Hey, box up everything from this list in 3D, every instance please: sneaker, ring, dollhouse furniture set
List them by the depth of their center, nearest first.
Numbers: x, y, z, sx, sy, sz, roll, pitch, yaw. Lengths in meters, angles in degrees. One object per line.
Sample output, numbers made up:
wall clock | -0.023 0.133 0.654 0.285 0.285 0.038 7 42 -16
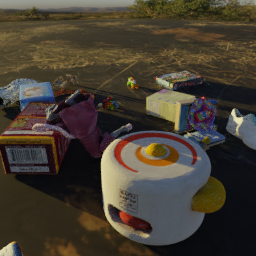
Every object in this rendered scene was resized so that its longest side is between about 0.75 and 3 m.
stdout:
sneaker | -1.989 2.834 4.679 0.838 0.716 1.901 -27 30 -20
sneaker | 4.319 0.025 9.683 0.840 0.988 2.232 -12 30 -25
dollhouse furniture set | 2.763 -0.185 9.854 1.754 1.212 1.858 -13 31 -24
sneaker | -5.366 -1.492 12.857 2.780 1.045 1.127 -21 44 -28
ring | -2.827 -1.481 13.493 2.382 0.229 2.382 0 27 0
dollhouse furniture set | -3.362 -2.255 15.055 1.061 0.607 1.244 15 54 29

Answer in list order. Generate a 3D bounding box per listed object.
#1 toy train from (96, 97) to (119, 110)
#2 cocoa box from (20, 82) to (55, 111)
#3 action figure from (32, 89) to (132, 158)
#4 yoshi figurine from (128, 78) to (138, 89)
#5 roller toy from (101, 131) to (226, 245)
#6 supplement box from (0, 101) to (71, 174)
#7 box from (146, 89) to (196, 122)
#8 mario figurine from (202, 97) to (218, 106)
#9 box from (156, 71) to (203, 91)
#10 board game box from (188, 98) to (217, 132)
toy train | -0.881 -0.969 12.362 0.563 0.412 0.973 28 36 20
cocoa box | -3.620 -0.950 11.286 1.281 1.260 1.920 -9 28 -17
action figure | -1.123 0.188 8.140 1.668 2.490 1.854 -6 38 44
yoshi figurine | 0.230 -2.390 15.218 0.478 0.480 0.854 -40 45 9
roller toy | 0.618 1.201 6.419 2.411 1.847 2.642 -6 28 -12
supplement box | -2.779 0.198 9.076 1.565 1.215 2.837 1 27 1
box | 1.810 -0.965 11.869 1.590 0.768 1.398 20 33 33
mario figurine | 3.643 -1.142 12.842 0.838 0.444 0.517 9 -10 -6
box | 2.861 -2.660 15.594 2.192 0.413 1.497 -16 31 -29
board game box | 2.668 -0.494 9.835 0.962 1.218 0.237 25 -17 -10
